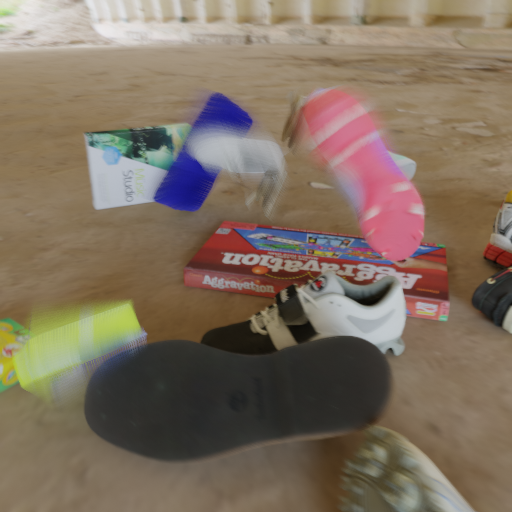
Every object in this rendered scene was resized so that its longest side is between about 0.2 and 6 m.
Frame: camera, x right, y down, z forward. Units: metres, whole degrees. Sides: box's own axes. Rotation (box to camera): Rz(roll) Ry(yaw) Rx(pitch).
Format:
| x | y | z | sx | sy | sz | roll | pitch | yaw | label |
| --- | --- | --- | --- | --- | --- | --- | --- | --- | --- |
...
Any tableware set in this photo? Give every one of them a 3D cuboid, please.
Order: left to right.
| x | y | z | sx | sy | sz | roll | pitch | yaw | label |
| --- | --- | --- | --- | --- | --- | --- | --- | --- | --- |
| 0.423 | -2.012 | 10.685 | 0.458 | 2.287 | 1.512 | 21 | 19 | -8 | tableware set |

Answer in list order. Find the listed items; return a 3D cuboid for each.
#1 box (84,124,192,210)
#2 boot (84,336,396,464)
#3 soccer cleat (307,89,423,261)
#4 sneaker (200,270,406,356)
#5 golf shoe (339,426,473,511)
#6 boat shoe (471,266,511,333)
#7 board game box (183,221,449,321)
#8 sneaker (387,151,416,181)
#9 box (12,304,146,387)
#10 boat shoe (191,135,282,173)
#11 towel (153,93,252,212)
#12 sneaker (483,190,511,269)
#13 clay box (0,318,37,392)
| x | y | z | sx | sy | sz | roll | pitch | yaw | label |
| --- | --- | --- | --- | --- | --- | --- | --- | --- | --- |
| -2.369 | -1.876 | 11.679 | 2.168 | 1.565 | 0.394 | -12 | 30 | -22 | box |
| -0.190 | 1.476 | 5.619 | 3.156 | 1.191 | 1.162 | -6 | 68 | 16 | boot |
| 1.527 | -1.093 | 7.733 | 0.915 | 2.742 | 1.049 | -31 | 32 | 11 | soccer cleat |
| 0.571 | 0.698 | 6.831 | 2.600 | 1.151 | 0.963 | -7 | 28 | -11 | sneaker |
| 1.540 | 2.389 | 3.710 | 1.387 | 1.117 | 2.853 | 15 | 25 | -25 | golf shoe |
| 3.972 | 0.326 | 7.907 | 2.278 | 0.833 | 0.714 | -21 | 41 | -29 | boat shoe |
| 1.004 | 0.134 | 8.875 | 3.849 | 0.374 | 1.981 | 7 | 27 | 14 | board game box |
| 2.528 | -2.024 | 12.840 | 2.197 | 0.808 | 1.296 | -11 | 32 | -43 | sneaker |
| -1.893 | 0.943 | 5.825 | 1.032 | 0.403 | 1.693 | -20 | -5 | -33 | box |
| -0.339 | -1.678 | 9.643 | 1.570 | 0.565 | 0.516 | 6 | 48 | -6 | boat shoe |
| -0.941 | -1.875 | 10.641 | 0.566 | 2.283 | 1.686 | 33 | 11 | 8 | towel |
| 5.371 | -0.676 | 9.371 | 3.394 | 1.394 | 1.321 | -13 | 29 | -27 | sneaker |
| -3.314 | 1.306 | 6.379 | 0.932 | 0.386 | 1.623 | 21 | 32 | 34 | clay box |
